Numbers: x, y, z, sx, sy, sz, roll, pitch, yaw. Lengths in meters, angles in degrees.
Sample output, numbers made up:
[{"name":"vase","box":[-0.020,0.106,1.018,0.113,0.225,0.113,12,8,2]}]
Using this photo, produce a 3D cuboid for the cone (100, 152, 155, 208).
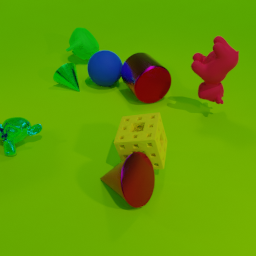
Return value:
[{"name":"cone","box":[-0.192,1.046,5.756,1.079,1.075,1.075,-7,26,39]}]

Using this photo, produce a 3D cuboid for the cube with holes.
[{"name":"cube with holes","box":[0.314,0.307,6.120,0.869,0.869,0.869,-6,39,19]}]

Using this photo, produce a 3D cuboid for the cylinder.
[{"name":"cylinder","box":[0.548,-1.578,8.766,1.227,1.227,1.227,-13,37,-17]}]

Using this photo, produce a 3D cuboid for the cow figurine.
[{"name":"cow figurine","box":[2.354,-1.422,7.373,1.529,1.554,0.853,38,43,-17]}]

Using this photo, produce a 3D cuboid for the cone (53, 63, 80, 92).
[{"name":"cone","box":[-1.874,-1.540,9.403,0.907,0.907,0.911,-29,71,-34]}]

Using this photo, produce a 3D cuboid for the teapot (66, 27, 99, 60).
[{"name":"teapot","box":[-1.804,-3.231,10.958,0.998,1.268,2.039,-34,7,19]}]

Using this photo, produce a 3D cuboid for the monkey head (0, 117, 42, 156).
[{"name":"monkey head","box":[-2.770,0.187,6.873,1.264,0.909,0.762,-5,3,18]}]

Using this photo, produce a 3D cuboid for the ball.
[{"name":"ball","box":[-0.763,-1.991,9.395,1.189,1.189,1.189,0,36,0]}]
